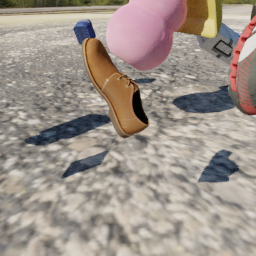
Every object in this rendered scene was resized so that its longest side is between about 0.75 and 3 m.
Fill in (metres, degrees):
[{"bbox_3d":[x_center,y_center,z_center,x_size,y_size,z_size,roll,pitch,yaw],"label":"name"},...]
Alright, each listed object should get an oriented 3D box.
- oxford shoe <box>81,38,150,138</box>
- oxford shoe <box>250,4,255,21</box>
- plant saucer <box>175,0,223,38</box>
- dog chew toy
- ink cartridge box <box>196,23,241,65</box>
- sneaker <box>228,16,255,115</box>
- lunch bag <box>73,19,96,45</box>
[{"bbox_3d":[-0.136,-0.655,4.167,0.570,1.599,0.570,-21,12,38],"label":"oxford shoe"},{"bbox_3d":[2.604,-1.684,5.234,0.694,0.695,1.947,-4,-5,15],"label":"oxford shoe"},{"bbox_3d":[1.636,-3.775,7.398,0.587,2.423,2.423,-25,32,-18],"label":"plant saucer"},{"bbox_3d":[0.705,-3.013,7.383,1.819,2.921,1.819,32,10,-7],"label":"dog chew toy"},{"bbox_3d":[2.976,-2.983,9.315,2.162,0.733,1.254,22,42,-24],"label":"ink cartridge box"},{"bbox_3d":[2.313,-1.305,3.785,0.998,2.824,1.380,4,30,-21],"label":"sneaker"},{"bbox_3d":[-1.497,-3.378,9.920,0.574,0.845,0.559,3,47,19],"label":"lunch bag"}]
